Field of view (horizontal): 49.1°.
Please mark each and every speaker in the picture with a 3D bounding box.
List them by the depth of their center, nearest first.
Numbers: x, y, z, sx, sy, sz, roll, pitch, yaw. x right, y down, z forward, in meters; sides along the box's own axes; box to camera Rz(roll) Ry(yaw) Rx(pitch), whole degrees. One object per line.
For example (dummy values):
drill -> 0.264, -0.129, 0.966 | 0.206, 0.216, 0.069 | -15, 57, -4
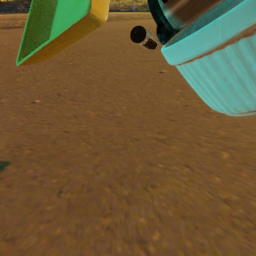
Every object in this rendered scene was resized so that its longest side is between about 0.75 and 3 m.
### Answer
speaker -> 0.342, -1.767, 5.573 | 0.343, 0.343, 0.844 | 11, 8, 21

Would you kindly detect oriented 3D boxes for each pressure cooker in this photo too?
pressure cooker -> 1.772, -3.301, 7.390 | 2.585, 2.309, 2.273 | -27, -1, 42

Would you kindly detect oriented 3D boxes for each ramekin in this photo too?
ramekin -> 1.894, -1.300, 3.936 | 2.584, 1.356, 2.584 | -34, 14, 9

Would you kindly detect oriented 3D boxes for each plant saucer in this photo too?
plant saucer -> -1.080, -2.532, 5.336 | 0.622, 2.567, 2.568 | 22, -23, -39
